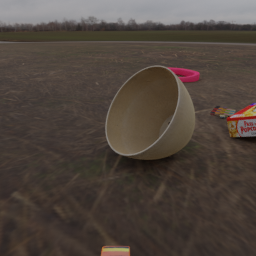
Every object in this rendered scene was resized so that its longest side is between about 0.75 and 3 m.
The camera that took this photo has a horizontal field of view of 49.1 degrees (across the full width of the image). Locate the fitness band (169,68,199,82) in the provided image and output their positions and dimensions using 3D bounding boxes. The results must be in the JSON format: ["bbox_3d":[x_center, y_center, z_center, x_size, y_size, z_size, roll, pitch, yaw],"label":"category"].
[{"bbox_3d":[2.715,-2.892,15.152,1.772,0.462,2.467,-8,23,-26],"label":"fitness band"}]

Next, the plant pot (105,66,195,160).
[{"bbox_3d":[0.671,-0.144,6.190,1.360,2.025,2.025,29,-1,-39],"label":"plant pot"}]

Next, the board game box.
[{"bbox_3d":[4.062,-0.322,7.024,2.436,0.564,1.845,-5,13,46],"label":"board game box"}]

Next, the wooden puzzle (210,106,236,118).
[{"bbox_3d":[3.162,-0.523,9.303,0.696,0.082,1.174,11,23,27],"label":"wooden puzzle"}]

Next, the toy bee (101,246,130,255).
[{"bbox_3d":[-0.067,1.592,2.491,1.156,0.960,1.766,-6,21,-20],"label":"toy bee"}]
